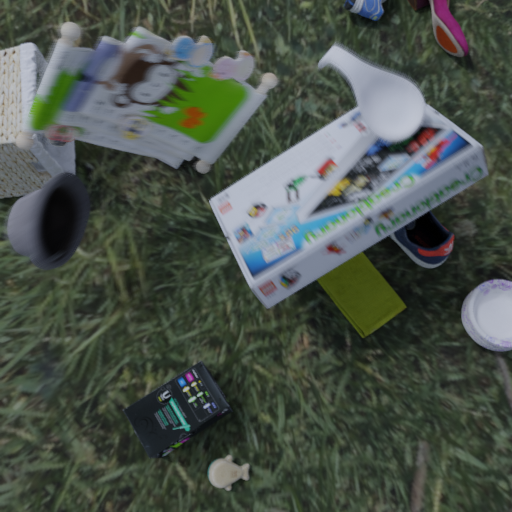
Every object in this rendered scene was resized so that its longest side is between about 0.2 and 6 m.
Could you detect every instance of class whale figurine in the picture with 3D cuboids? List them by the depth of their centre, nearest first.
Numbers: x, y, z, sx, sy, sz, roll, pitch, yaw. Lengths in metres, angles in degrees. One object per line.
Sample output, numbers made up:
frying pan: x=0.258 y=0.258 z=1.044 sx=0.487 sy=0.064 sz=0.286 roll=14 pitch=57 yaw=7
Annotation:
whale figurine: x=-0.522 y=4.024 z=10.425 sx=0.792 sy=0.411 sz=0.630 roll=4 pitch=79 yaw=-23

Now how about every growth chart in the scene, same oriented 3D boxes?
growth chart: x=-1.789 y=-2.632 z=9.671 sx=3.940 sy=2.851 sz=0.349 roll=5 pitch=50 yaw=-33

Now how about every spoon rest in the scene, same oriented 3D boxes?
spoon rest: x=1.742 y=-2.534 z=8.560 sx=1.855 sy=0.562 sz=0.921 roll=41 pitch=94 yaw=6

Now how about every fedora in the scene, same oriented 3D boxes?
fedora: x=-3.762 y=-0.628 z=9.935 sx=0.801 sy=1.569 sz=1.774 roll=7 pitch=65 yaw=14

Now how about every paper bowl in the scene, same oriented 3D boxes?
paper bowl: x=4.807 y=1.214 z=11.181 sx=1.378 sy=0.717 sz=1.378 roll=0 pitch=71 yaw=0

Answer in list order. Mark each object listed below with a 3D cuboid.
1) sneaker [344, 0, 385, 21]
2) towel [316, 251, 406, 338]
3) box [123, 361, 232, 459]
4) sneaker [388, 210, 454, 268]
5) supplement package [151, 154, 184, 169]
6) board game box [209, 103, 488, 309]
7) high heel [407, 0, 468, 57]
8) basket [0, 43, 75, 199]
sneaker: x=2.984 y=-6.880 z=14.057 sx=0.920 sy=0.904 sz=2.389 roll=27 pitch=73 yaw=-13
towel: x=1.849 y=0.291 z=11.760 sx=1.188 sy=0.249 sz=2.761 roll=-34 pitch=74 yaw=-10
box: x=-1.393 y=2.850 z=10.342 sx=1.635 sy=1.215 sz=1.016 roll=-32 pitch=74 yaw=-10
sneaker: x=2.913 y=-0.920 z=11.686 sx=2.804 sy=1.185 sz=1.051 roll=35 pitch=74 yaw=12
supplement package: x=-2.274 y=-2.944 z=12.448 sx=1.767 sy=1.071 sz=1.058 roll=29 pitch=73 yaw=10
board game box: x=1.325 y=-1.126 z=9.314 sx=3.991 sy=0.691 sz=2.520 roll=-31 pitch=43 yaw=4
high heel: x=4.758 y=-5.933 z=13.582 sx=1.202 sy=0.843 sz=2.499 roll=-26 pitch=69 yaw=2
basket: x=-5.058 y=-2.716 z=11.724 sx=1.895 sy=2.335 sz=2.356 roll=-7 pitch=71 yaw=0
